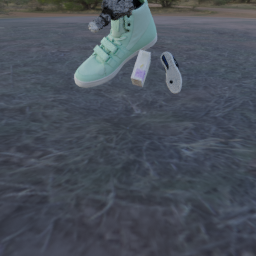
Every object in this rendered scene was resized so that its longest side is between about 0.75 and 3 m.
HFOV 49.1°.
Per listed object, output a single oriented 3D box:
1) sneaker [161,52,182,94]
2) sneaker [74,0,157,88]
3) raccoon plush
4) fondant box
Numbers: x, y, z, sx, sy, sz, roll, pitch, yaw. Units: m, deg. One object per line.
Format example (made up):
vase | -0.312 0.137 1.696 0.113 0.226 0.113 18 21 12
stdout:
sneaker | 1.321 -1.548 7.936 0.435 1.189 0.665 -17 -4 26
sneaker | -0.503 -2.357 7.392 2.759 1.627 1.015 -39 57 -10
raccoon plush | -0.343 -2.317 5.589 1.174 0.568 0.787 -33 4 -2
fondant box | 0.281 -1.230 5.912 0.241 0.597 0.828 18 1 5
